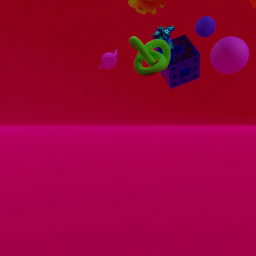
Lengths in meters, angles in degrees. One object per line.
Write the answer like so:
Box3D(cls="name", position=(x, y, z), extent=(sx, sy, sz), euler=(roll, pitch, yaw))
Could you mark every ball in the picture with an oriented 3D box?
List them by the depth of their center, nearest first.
Box3D(cls="ball", position=(3.086, -2.210, 8.537), extent=(1.099, 1.099, 1.099), euler=(0, 1, 0))
Box3D(cls="ball", position=(2.935, -3.833, 10.626), extent=(0.753, 0.753, 0.753), euler=(0, 1, 0))

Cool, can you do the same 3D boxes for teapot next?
Box3D(cls="teapot", position=(-0.807, -2.890, 11.818), extent=(0.700, 1.126, 0.551), euler=(45, 7, -42))

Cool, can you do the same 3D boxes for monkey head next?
Box3D(cls="monkey head", position=(1.429, -3.582, 10.891), extent=(0.842, 0.705, 1.171), euler=(-31, 59, -29))

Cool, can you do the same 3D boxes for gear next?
Box3D(cls="gear", position=(0.590, -3.757, 7.331), extent=(1.445, 1.445, 0.267), euler=(-1, 34, -42))

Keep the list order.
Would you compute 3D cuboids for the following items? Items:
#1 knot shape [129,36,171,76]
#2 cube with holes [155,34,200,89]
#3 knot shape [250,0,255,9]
Box3D(cls="knot shape", position=(0.722, -2.277, 9.111), extent=(1.599, 1.497, 0.739), euler=(17, -38, -18))
Box3D(cls="cube with holes", position=(2.049, -2.709, 11.524), extent=(1.338, 1.338, 1.338), euler=(-22, -34, -1))
Box3D(cls="knot shape", position=(2.827, -3.357, 5.788), extent=(1.471, 1.572, 0.726), euler=(33, 25, 19))
